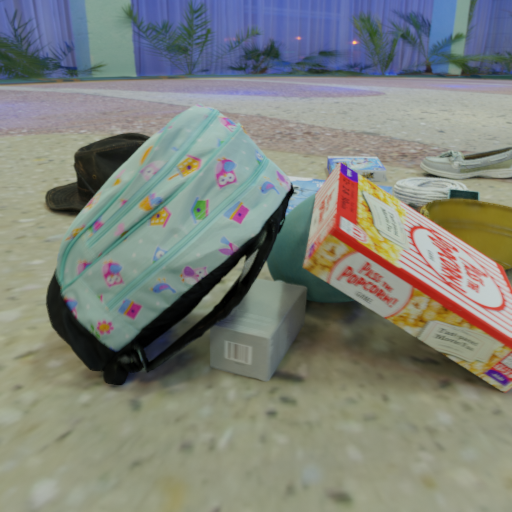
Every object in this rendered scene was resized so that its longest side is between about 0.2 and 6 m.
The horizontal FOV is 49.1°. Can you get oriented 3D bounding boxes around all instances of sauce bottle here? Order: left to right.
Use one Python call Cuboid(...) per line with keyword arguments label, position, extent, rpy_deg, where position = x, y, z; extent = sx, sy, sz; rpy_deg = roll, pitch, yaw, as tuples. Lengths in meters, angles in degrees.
Cuboid(label="sauce bottle", position=(3.551, -0.807, 11.372), extent=(0.406, 0.406, 1.256), rpy_deg=(-13, 23, -29))

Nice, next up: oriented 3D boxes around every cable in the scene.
Cuboid(label="cable", position=(3.897, -1.363, 12.513), extent=(1.604, 0.555, 1.604), rpy_deg=(5, 21, 17))

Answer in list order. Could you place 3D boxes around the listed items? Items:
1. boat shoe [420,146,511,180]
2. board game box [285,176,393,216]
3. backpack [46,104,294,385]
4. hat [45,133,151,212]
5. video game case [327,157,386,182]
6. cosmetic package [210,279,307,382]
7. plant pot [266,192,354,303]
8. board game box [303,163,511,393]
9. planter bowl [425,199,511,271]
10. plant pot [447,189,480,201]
Cuboid(label="boat shoe", position=(5.725, -2.544, 15.016), extent=(2.580, 0.827, 0.951), rpy_deg=(2, 22, 5))
Cuboid(label="board game box", position=(1.109, -0.949, 11.405), extent=(2.874, 0.623, 2.860), rpy_deg=(8, 23, 19))
Cuboid(label="backpack", position=(-0.998, -0.258, 6.490), extent=(2.921, 1.849, 2.437), rpy_deg=(-40, 21, 24))
Cuboid(label="hat", position=(-3.034, -2.046, 12.967), extent=(3.693, 1.490, 3.693), rpy_deg=(1, 22, 0))
Cuboid(label="video game case", position=(2.699, -2.384, 15.262), extent=(1.415, 0.355, 1.561), rpy_deg=(0, 22, 2))
Cuboid(label="cosmetic package", position=(0.065, 0.864, 7.040), extent=(0.786, 0.663, 1.471), rpy_deg=(10, 21, 21))
Cuboid(label="plant pot", position=(0.799, -0.012, 8.236), extent=(1.108, 1.646, 1.646), rpy_deg=(-20, 12, 28))
Cuboid(label="board game box", position=(1.926, 0.150, 6.779), extent=(2.726, 0.631, 2.065), rpy_deg=(31, 29, -8))
Cuboid(label="planter bowl", position=(3.642, -0.235, 9.045), extent=(1.967, 0.819, 1.967), rpy_deg=(14, -5, 1))
Cuboid(label="plant pot", position=(4.174, -0.941, 11.370), extent=(0.610, 0.621, 0.608), rpy_deg=(8, 30, 17))
